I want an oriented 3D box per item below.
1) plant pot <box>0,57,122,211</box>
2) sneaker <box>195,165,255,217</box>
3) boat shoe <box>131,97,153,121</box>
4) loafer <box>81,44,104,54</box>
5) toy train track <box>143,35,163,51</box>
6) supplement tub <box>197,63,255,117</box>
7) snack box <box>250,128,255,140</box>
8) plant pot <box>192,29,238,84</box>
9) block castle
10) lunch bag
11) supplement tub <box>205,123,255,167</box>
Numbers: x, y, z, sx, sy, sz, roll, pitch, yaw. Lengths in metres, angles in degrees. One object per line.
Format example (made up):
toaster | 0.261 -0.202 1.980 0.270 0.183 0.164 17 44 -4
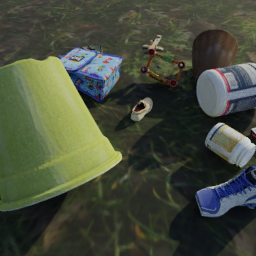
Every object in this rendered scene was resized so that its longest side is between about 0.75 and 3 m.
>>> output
plant pot | -1.995 -0.036 6.493 2.956 2.718 2.956 -21 3 1
sneaker | 2.720 1.466 6.929 2.035 1.175 0.822 -7 42 -7
boat shoe | 0.517 -0.743 9.831 0.466 0.437 1.264 19 46 19
loafer | -1.934 -3.004 11.921 0.956 0.836 2.659 24 50 23
toy train track | 1.325 -4.190 13.647 0.985 0.279 1.718 14 44 14
supplement tub | 3.694 -1.347 9.625 2.278 1.599 1.599 -12 44 -13
snack box | 4.598 0.652 8.483 0.697 0.236 1.939 -14 45 -14
plant pot | 3.256 -2.510 10.991 1.804 1.804 1.930 13 59 13
block castle | 1.343 -2.309 10.824 1.567 1.047 0.735 27 15 13
lunch bag | -1.623 -2.263 10.740 2.320 1.092 1.747 23 47 10
supplement tub | 2.984 0.499 8.181 0.875 0.875 1.212 -31 51 -29
